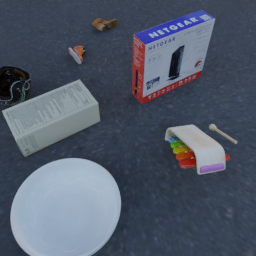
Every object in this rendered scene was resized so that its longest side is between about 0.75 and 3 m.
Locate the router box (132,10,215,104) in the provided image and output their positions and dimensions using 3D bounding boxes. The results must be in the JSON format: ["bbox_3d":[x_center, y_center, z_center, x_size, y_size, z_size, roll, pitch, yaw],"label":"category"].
[{"bbox_3d":[1.562,-2.537,10.247,2.956,2.653,0.722,-27,56,-19],"label":"router box"}]

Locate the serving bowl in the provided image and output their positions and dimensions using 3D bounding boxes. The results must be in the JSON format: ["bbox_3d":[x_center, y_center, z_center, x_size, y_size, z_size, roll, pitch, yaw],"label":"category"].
[{"bbox_3d":[-1.585,2.225,7.545,2.819,0.927,2.819,0,52,0],"label":"serving bowl"}]

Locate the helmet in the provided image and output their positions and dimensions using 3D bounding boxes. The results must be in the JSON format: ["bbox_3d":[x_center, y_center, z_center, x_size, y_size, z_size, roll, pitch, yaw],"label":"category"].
[{"bbox_3d":[-4.276,-1.456,10.253,1.366,1.302,1.366,25,27,-14],"label":"helmet"}]

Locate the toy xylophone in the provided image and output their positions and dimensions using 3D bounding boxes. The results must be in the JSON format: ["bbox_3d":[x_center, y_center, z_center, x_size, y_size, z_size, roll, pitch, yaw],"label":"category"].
[{"bbox_3d":[2.161,0.488,8.449,1.758,0.603,2.400,-4,24,-7],"label":"toy xylophone"}]

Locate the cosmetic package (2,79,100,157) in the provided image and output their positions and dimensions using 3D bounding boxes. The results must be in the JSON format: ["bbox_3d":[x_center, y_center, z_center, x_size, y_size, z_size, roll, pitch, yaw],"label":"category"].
[{"bbox_3d":[-2.551,-0.401,9.578,2.851,1.042,1.476,-25,56,-20],"label":"cosmetic package"}]

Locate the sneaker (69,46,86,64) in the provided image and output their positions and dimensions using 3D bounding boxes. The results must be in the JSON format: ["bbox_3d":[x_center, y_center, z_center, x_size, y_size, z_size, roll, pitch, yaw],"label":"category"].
[{"bbox_3d":[-2.090,-3.274,12.249,0.656,0.454,1.172,-26,56,-18],"label":"sneaker"}]

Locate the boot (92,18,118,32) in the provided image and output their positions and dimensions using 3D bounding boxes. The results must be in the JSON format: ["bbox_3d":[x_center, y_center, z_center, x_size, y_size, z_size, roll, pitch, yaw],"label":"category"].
[{"bbox_3d":[-1.128,-5.188,13.862,1.130,0.433,0.877,-38,56,-18],"label":"boot"}]
